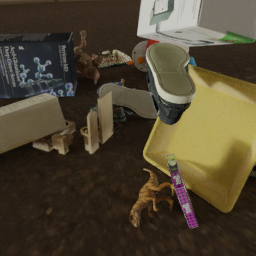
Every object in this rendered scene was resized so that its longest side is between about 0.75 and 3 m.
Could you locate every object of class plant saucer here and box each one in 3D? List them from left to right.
[{"bbox_3d":[1.861,0.106,6.501,0.639,2.636,2.635,10,16,-47],"label":"plant saucer"}]

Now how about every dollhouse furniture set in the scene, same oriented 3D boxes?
[{"bbox_3d":[-1.547,-0.242,7.779,1.700,1.385,1.616,13,33,21],"label":"dollhouse furniture set"}]

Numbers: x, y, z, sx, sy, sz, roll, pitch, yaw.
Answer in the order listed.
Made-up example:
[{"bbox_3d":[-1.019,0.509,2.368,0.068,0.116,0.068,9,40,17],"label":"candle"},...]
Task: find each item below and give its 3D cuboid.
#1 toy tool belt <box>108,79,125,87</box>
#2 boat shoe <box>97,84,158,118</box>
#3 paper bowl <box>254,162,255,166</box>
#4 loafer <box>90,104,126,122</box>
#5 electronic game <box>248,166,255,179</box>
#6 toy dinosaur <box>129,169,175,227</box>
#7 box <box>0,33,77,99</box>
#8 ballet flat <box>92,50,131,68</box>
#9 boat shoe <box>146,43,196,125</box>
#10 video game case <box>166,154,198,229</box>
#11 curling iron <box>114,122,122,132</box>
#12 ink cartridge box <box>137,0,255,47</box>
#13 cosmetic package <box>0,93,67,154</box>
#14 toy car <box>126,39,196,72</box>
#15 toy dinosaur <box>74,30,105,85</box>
[{"bbox_3d":[-0.565,-1.635,10.996,0.899,0.552,0.561,-7,31,-11],"label":"toy tool belt"},{"bbox_3d":[0.098,-0.876,9.163,2.306,0.863,0.713,11,7,-18],"label":"boat shoe"},{"bbox_3d":[3.142,-0.270,7.550,2.788,1.450,2.788,1,25,0],"label":"paper bowl"},{"bbox_3d":[-0.677,-0.618,9.190,1.567,0.493,0.563,19,35,40],"label":"loafer"},{"bbox_3d":[3.179,0.904,6.940,1.201,0.250,1.201,0,27,0],"label":"electronic game"},{"bbox_3d":[0.534,1.307,5.992,0.942,0.536,1.774,9,31,17],"label":"toy dinosaur"},{"bbox_3d":[-3.517,-2.422,10.769,2.873,2.133,1.538,-3,31,-4],"label":"box"},{"bbox_3d":[-0.800,-3.510,14.028,2.312,0.739,0.874,-19,32,-30],"label":"ballet flat"},{"bbox_3d":[0.869,-1.024,6.021,0.993,0.881,2.658,2,38,-6],"label":"boat shoe"},{"bbox_3d":[1.066,1.233,5.553,0.199,1.111,1.007,-18,29,9],"label":"video game case"},{"bbox_3d":[-0.282,-0.165,8.840,0.279,0.144,1.127,-33,14,17],"label":"curling iron"},{"bbox_3d":[1.795,-2.982,7.623,2.007,1.156,2.750,3,10,-28],"label":"ink cartridge box"},{"bbox_3d":[-3.102,-0.060,7.380,2.580,0.943,1.336,-22,21,-23],"label":"cosmetic package"},{"bbox_3d":[1.059,-3.281,12.595,2.970,2.737,2.627,-16,19,35],"label":"toy car"},{"bbox_3d":[-1.943,-2.795,12.378,1.270,2.006,2.960,-33,69,-24],"label":"toy dinosaur"}]
